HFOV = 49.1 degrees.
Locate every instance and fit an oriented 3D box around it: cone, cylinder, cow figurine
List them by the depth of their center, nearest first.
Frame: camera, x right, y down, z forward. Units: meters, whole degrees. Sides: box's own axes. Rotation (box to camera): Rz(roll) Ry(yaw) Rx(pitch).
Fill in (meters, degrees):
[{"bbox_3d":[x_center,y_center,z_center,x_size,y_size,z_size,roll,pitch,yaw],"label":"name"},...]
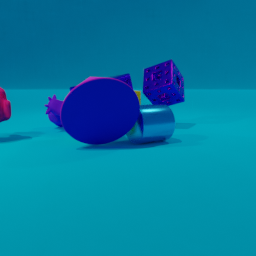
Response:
[{"bbox_3d":[-0.728,-0.754,6.212,1.607,1.607,1.613,-3,38,-16],"label":"cone"},{"bbox_3d":[0.485,-0.104,6.439,0.869,0.869,0.869,-5,10,-32],"label":"cylinder"},{"bbox_3d":[-2.072,-0.462,8.196,1.163,0.639,1.145,-3,-29,45],"label":"cow figurine"}]

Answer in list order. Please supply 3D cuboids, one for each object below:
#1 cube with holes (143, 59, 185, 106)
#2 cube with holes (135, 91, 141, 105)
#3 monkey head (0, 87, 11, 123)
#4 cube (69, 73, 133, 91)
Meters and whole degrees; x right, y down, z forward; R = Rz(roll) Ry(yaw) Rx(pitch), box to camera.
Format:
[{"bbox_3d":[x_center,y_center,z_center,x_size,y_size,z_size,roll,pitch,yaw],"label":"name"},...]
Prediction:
[{"bbox_3d":[1.105,-1.317,8.593,0.947,0.947,0.947,-14,-35,29],"label":"cube with holes"},{"bbox_3d":[-0.231,-0.784,10.115,1.108,1.108,1.108,-2,9,-15],"label":"cube with holes"},{"bbox_3d":[-3.308,-0.444,6.569,0.930,1.544,1.110,-24,-8,-33],"label":"monkey head"},{"bbox_3d":[-0.658,-0.750,8.076,1.291,1.291,1.291,-3,17,36],"label":"cube"}]
